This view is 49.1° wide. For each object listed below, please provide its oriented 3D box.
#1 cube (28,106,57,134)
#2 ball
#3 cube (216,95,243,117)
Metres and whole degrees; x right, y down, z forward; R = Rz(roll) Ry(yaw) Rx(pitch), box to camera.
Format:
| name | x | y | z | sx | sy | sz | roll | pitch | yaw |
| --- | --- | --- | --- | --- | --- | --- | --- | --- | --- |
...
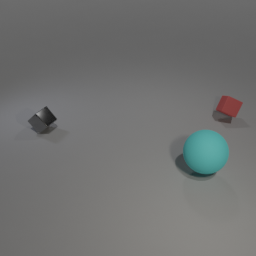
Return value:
| name | x | y | z | sx | sy | sz | roll | pitch | yaw |
| --- | --- | --- | --- | --- | --- | --- | --- | --- | --- |
| cube | -3.488 | -0.321 | 11.439 | 0.700 | 0.700 | 0.700 | -30 | 13 | 37 |
| ball | 2.454 | 0.752 | 8.868 | 1.400 | 1.400 | 1.400 | 0 | 32 | 0 |
| cube | 4.322 | -0.931 | 11.997 | 0.700 | 0.700 | 0.700 | 23 | 7 | -7 |
